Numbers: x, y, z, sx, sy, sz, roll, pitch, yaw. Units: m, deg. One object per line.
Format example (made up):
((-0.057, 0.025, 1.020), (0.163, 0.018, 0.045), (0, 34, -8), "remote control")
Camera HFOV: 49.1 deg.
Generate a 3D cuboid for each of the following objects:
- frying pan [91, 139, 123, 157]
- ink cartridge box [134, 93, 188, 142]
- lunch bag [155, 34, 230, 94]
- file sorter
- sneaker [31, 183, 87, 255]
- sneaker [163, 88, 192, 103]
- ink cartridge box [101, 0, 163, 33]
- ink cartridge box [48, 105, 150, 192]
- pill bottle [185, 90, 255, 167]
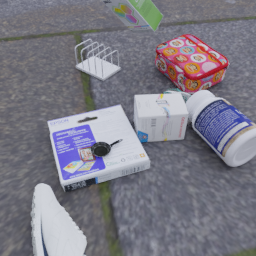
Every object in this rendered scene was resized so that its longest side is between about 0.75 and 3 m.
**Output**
((-0.631, 0.495, 7.744), (0.556, 0.149, 0.918), (29, 48, 24), "frying pan")
((0.973, -0.326, 8.677), (1.488, 1.096, 1.077), (-3, 43, -4), "ink cartridge box")
((2.564, -2.614, 11.030), (2.287, 1.064, 2.597), (-25, 53, -19), "lunch bag")
((-1.249, -2.817, 11.400), (1.570, 0.977, 1.089), (29, 51, 26), "file sorter")
((-1.516, 2.361, 6.096), (1.076, 1.021, 2.674), (-6, 47, -23), "sneaker")
((1.854, -1.246, 10.175), (1.078, 0.418, 0.492), (15, 42, 14), "sneaker")
((-0.038, -4.149, 9.181), (1.219, 2.349, 0.696), (20, 79, 49), "ink cartridge box")
((-0.939, 0.471, 8.232), (2.446, 0.536, 2.469), (-14, 47, -14), "ink cartridge box")
((2.724, -0.077, 8.257), (1.317, 1.317, 2.277), (-19, 47, -19), "pill bottle")
